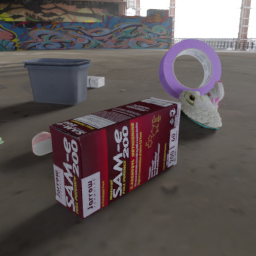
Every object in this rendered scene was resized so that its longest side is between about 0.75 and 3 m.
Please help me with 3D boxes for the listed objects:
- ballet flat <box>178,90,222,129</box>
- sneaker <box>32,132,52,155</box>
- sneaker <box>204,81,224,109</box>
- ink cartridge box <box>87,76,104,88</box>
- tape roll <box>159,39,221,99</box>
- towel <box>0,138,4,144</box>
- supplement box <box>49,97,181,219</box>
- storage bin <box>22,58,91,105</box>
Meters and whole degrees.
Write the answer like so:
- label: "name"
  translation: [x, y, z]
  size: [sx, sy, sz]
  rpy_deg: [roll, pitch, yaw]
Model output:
- label: "ballet flat"
  translation: [2.229, -0.741, 9.136]
  size: [0.931, 0.931, 2.595]
  rpy_deg: [-4, 19, -11]
- label: "sneaker"
  translation: [-1.745, 0.274, 6.826]
  size: [1.208, 0.455, 0.632]
  rpy_deg: [-13, 28, -24]
- label: "sneaker"
  translation: [2.845, -1.047, 9.488]
  size: [0.537, 1.217, 0.495]
  rpy_deg: [1, 38, -11]
- label: "ink cartridge box"
  translation: [-1.885, -2.429, 14.679]
  size: [1.096, 0.459, 0.795]
  rpy_deg: [7, 20, 19]
- label: "tape roll"
  translation: [2.442, -2.269, 11.113]
  size: [2.328, 2.328, 0.764]
  rpy_deg: [-3, -3, -8]
- label: "towel"
  translation: [-4.177, 0.430, 6.815]
  size: [1.738, 0.203, 1.325]
  rpy_deg: [6, 20, 13]
- label: "supplement box"
  translation: [-0.077, 0.364, 5.117]
  size: [0.786, 1.405, 2.582]
  rpy_deg: [18, 27, 40]
- label: "storage bin"
  translation: [-2.741, -1.919, 11.346]
  size: [2.487, 1.671, 1.810]
  rpy_deg: [6, 20, 15]
